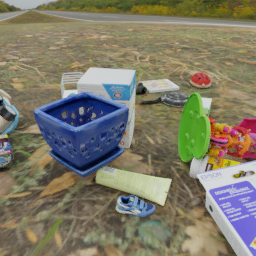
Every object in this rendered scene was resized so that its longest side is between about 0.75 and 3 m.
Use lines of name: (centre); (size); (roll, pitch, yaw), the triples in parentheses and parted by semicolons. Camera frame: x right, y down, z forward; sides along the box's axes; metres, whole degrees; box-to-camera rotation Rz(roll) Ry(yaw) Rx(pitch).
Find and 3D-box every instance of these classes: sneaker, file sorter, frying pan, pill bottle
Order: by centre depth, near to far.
sneaker: (0.193, 1.918, 6.952); (0.999, 0.411, 0.369); (4, 25, 4)
pill bottle: (2.550, 1.259, 7.774); (1.545, 0.844, 0.844); (12, 29, 24)
frying pan: (1.927, -1.472, 13.822); (2.471, 0.402, 1.495); (8, 27, 9)
file sorter: (-2.742, -2.024, 14.074); (1.202, 1.079, 1.732); (-4, 27, -8)
sneaker: (0.754, -2.107, 14.985); (0.637, 0.425, 1.111); (9, 31, 14)

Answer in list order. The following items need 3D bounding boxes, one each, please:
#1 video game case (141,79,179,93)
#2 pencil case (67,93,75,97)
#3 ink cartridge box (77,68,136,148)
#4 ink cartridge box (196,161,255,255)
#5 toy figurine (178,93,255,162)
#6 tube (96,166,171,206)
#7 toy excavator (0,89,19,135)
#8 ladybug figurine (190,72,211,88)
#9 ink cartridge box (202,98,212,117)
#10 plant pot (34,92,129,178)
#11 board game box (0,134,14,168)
video game case: (1.740, -2.385, 15.755); (1.773, 0.203, 1.614); (-8, 28, -16)
pencil case: (-2.081, -1.130, 12.715); (1.599, 0.680, 0.739); (19, 3, 35)
ink cartridge box: (-0.680, -0.720, 9.986); (1.757, 2.386, 1.726); (4, 29, 6)
ink cartridge box: (3.167, 1.854, 6.469); (2.455, 0.538, 2.478); (-9, 41, -15)
toy figurine: (3.212, 0.238, 8.532); (2.705, 2.206, 2.939); (8, 11, -3)
tube: (0.112, 1.520, 7.682); (2.020, 0.586, 0.524); (10, 6, 19)
toy excavator: (-5.084, -0.725, 11.175); (2.430, 1.248, 2.499); (46, 2, 10)
ladybug figurine: (4.169, -2.751, 16.016); (1.165, 0.617, 1.716); (-1, 27, -1)
ink cartridge box: (3.050, -0.780, 12.170); (0.949, 0.542, 1.829); (9, 28, 18)
plant pot: (-1.230, 0.183, 7.847); (1.884, 1.694, 1.884); (23, 37, 36)
board game box: (-4.535, 1.019, 8.528); (1.937, 0.597, 1.935); (-13, 31, -25)
